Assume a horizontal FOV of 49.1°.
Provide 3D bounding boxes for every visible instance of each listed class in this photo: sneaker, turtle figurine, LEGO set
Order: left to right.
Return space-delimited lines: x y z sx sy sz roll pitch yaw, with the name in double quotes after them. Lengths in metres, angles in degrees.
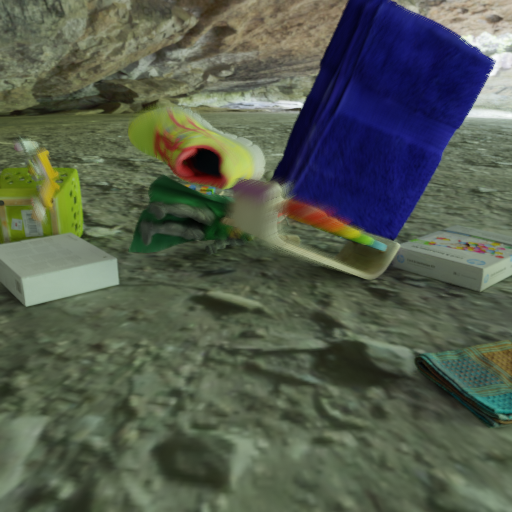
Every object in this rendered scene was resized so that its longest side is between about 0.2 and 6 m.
-4.214 -1.393 10.674 0.572 1.537 0.707 -9 1 28 "LEGO set"
-1.268 -1.901 9.990 2.733 1.068 1.234 20 33 20 "sneaker"
0.129 -1.279 12.636 0.836 1.126 1.161 -13 -26 23 "turtle figurine"

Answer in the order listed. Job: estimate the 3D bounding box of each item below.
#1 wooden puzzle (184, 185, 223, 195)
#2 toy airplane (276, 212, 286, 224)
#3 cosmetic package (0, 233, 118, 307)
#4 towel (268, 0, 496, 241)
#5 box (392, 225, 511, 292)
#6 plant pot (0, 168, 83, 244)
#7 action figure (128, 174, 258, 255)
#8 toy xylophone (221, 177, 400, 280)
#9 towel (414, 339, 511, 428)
-1.750 -1.799 16.200 1.422 0.329 1.317 3 19 8 "wooden puzzle"
1.030 -1.232 14.315 2.409 0.443 2.409 0 18 0 "toy airplane"
-3.640 0.167 9.928 1.606 0.550 2.129 -16 24 -35 "cosmetic package"
2.274 -2.386 10.451 2.981 4.037 1.000 21 22 -10 "towel"
3.998 -0.024 10.657 2.297 0.473 1.791 -17 25 -39 "box"
-4.547 -0.902 11.670 1.577 1.585 1.438 -1 24 -8 "plant pot"
-0.800 -0.635 11.187 3.100 1.831 0.848 0 47 -40 "action figure"
0.814 -0.469 9.915 3.341 0.839 2.446 19 3 -46 "toy xylophone"
3.119 1.410 6.742 1.973 0.214 1.447 -7 20 -20 "towel"
